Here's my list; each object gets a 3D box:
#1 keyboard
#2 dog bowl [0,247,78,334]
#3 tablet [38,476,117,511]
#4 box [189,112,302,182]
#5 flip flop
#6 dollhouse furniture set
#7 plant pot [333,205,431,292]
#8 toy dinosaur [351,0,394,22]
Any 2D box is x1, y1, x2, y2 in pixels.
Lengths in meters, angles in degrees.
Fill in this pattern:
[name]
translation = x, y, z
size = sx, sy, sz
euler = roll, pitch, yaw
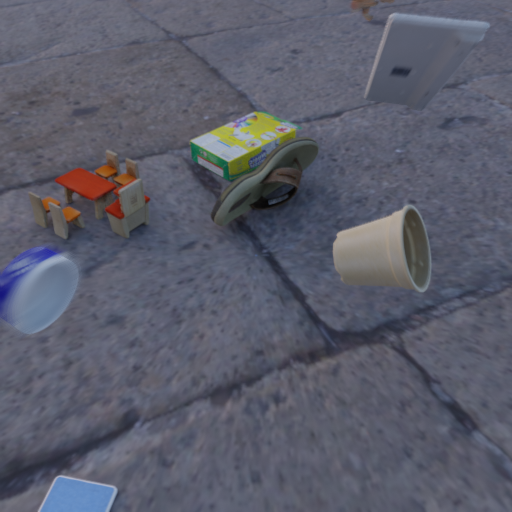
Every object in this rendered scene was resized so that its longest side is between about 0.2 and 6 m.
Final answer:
[keyboard]
translation = 2.818, -3.351, 10.158
size = 1.364, 0.258, 4.848
euler = 15, 4, 6
[dog bowl]
translation = -2.851, 0.443, 7.285
size = 0.425, 1.079, 1.079
euler = 27, 46, 14
[tablet]
translation = -2.335, 3.360, 6.803
size = 0.867, 0.091, 1.333
euler = 7, 40, 9
[box]
translation = -0.186, -2.795, 13.777
size = 2.555, 0.618, 1.499
euler = -33, 49, -30
[flip flop]
translation = 0.338, -1.461, 11.813
size = 0.892, 1.257, 3.099
euler = 39, 53, 17
[dollhouse furniture set]
translation = -3.235, -1.340, 11.609
size = 2.168, 1.129, 2.192
euler = 25, 46, 27
[plant pot]
translation = 1.557, -0.024, 7.074
size = 0.982, 1.072, 1.072
euler = -10, 32, 33
[toy dinosaur]
translation = 2.136, -5.056, 10.814
size = 1.149, 0.493, 0.779
euler = -42, 71, -2
